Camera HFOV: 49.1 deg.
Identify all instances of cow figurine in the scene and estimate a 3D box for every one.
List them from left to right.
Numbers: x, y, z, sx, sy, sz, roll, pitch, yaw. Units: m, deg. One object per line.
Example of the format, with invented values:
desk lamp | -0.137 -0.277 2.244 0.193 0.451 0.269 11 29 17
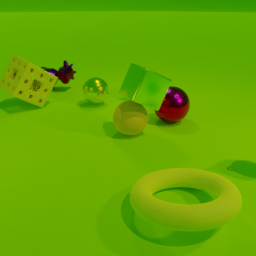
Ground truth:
cow figurine | -3.136 -2.238 11.766 1.677 0.935 1.704 -35 40 -20

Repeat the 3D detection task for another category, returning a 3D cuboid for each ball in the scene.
ball | -1.141 -1.326 9.975 0.942 0.942 0.942 0 25 0
ball | 0.067 -0.279 7.828 0.982 0.982 0.982 0 25 0
ball | 1.335 -0.716 8.597 1.121 1.121 1.121 0 25 0

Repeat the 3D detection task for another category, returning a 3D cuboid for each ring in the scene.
ring | 0.989 1.186 4.978 1.921 0.384 1.921 -3 13 1

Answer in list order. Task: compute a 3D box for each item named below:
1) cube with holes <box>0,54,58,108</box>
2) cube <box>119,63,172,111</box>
cube with holes | -3.472 -1.626 9.751 1.202 1.202 1.202 30 3 38
cube | 0.444 -1.099 7.455 0.878 0.878 0.878 17 12 -32
